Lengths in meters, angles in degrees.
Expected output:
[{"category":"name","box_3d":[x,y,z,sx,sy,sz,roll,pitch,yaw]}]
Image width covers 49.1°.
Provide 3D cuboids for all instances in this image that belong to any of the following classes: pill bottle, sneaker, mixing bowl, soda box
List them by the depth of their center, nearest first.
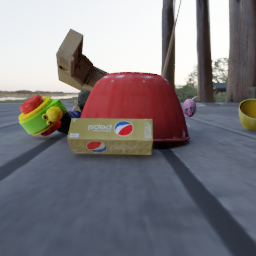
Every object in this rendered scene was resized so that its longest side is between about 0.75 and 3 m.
[{"category":"soda box","box_3d":[-0.258,0.141,4.554,1.335,0.427,0.452,2,-37,3]},{"category":"mixing bowl","box_3d":[0.106,-0.484,6.233,2.551,1.382,2.551,1,3,0]},{"category":"pill bottle","box_3d":[-1.539,-0.187,7.673,0.592,0.592,1.059,2,6,15]},{"category":"sneaker","box_3d":[-0.692,-0.538,8.200,1.595,0.610,0.914,13,46,-20]}]

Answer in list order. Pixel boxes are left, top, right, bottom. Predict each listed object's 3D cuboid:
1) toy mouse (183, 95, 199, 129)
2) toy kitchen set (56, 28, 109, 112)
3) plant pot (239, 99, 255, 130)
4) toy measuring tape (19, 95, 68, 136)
[{"category":"toy mouse","box_3d":[1.386,-0.440,7.642,1.455,0.281,1.293,-27,39,4]},{"category":"toy kitchen set","box_3d":[-1.104,-1.225,8.225,2.180,1.778,1.967,25,-16,-5]},{"category":"plant pot","box_3d":[3.542,-0.304,7.912,0.886,0.629,0.886,-3,44,3]},{"category":"toy measuring tape","box_3d":[-2.322,-0.309,6.888,0.978,0.978,2.657,-4,7,-35]}]
